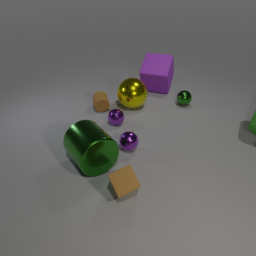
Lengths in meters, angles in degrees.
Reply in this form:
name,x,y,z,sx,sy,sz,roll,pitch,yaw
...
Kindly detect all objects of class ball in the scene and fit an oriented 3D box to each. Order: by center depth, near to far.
name,x,y,z,sx,sy,sz,roll,pitch,yaw
ball,0.031,0.465,10.080,0.700,0.700,0.700,0,32,0
ball,-0.494,-0.463,11.645,0.700,0.700,0.700,0,32,0
ball,0.198,-1.587,12.778,1.400,1.400,1.400,0,32,0
ball,2.629,-1.414,13.086,0.700,0.700,0.700,0,32,0

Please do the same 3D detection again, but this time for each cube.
name,x,y,z,sx,sy,sz,roll,pitch,yaw
cube,-0.101,1.534,8.066,0.700,0.700,0.700,-26,79,-5
cube,1.486,-2.775,14.204,1.400,1.400,1.400,11,62,16

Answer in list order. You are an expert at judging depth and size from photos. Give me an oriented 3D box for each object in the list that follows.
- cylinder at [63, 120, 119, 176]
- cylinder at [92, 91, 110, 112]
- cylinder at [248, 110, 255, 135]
name,x,y,z,sx,sy,sz,roll,pitch,yaw
cylinder,-1.228,0.633,9.249,1.400,1.400,1.400,-19,37,-28
cylinder,-1.227,-1.200,12.722,0.700,0.700,0.700,-7,41,-11
cylinder,5.314,-0.357,10.138,1.400,1.400,1.400,28,-4,2
